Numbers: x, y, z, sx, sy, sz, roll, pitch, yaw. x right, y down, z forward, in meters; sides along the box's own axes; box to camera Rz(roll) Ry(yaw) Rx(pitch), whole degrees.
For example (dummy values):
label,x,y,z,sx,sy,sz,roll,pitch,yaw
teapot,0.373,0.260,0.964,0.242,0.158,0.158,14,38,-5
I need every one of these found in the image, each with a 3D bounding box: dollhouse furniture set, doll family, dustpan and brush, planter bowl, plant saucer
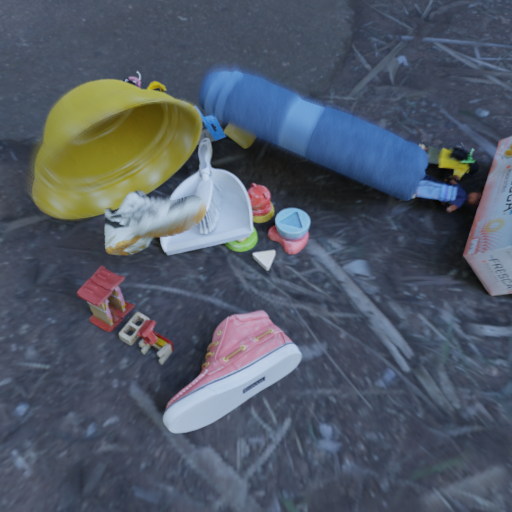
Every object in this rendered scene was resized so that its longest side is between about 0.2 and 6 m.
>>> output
label,x,y,z,sx,sy,sz,roll,pitch,yaw
dollhouse furniture set,-2.305,1.084,10.381,1.853,0.997,0.754,25,56,19
doll family,4.354,-1.783,12.718,1.485,1.008,2.570,16,59,7
dustpan and brush,-1.099,-1.495,12.331,2.051,0.841,2.939,-12,43,13
planter bowl,-3.027,-2.405,11.275,3.636,3.636,1.515,-28,75,-20
plant saucer,-0.210,-3.247,13.973,1.010,0.245,1.010,-53,52,9

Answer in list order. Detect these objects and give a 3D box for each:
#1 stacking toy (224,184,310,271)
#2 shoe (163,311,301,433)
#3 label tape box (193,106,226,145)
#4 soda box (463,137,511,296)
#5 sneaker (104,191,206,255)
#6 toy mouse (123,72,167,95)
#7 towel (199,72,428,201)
label,x,y,z,sx,sy,sz,roll,pitch,yaw
stacking toy,0.185,-0.679,11.931,1.739,0.735,1.575,33,58,23
shoe,-0.600,1.945,9.788,2.679,0.957,1.218,-25,54,-25
label tape box,-1.616,-3.283,14.142,1.454,0.481,1.042,-17,53,-11
soda box,5.552,-1.040,11.583,1.325,1.231,3.874,-15,35,48
sneaker,-1.970,-0.800,10.228,2.335,0.883,1.023,-19,75,28
toy mouse,-3.313,-4.163,14.874,1.860,0.405,2.092,-17,54,-14
towel,1.295,-2.675,11.988,4.835,1.173,2.699,25,15,4
